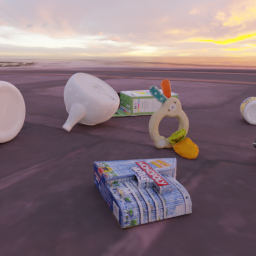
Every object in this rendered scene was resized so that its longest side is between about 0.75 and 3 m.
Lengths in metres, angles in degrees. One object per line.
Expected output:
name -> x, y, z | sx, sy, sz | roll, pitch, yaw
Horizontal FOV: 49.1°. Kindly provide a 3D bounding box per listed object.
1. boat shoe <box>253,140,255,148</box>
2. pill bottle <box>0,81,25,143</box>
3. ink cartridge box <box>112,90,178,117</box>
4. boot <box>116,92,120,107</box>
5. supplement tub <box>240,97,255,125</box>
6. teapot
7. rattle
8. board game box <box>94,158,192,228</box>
boat shoe -> 3.108, 0.477, 5.857 | 0.552, 0.497, 1.562 | 36, 11, -4
pill bottle -> -4.511, -0.535, 7.826 | 2.851, 1.652, 1.652 | 6, 16, 20
ink cartridge box -> 0.494, -1.040, 11.362 | 2.738, 0.812, 1.422 | -5, 16, -17
boot -> -1.406, -1.199, 12.090 | 1.560, 0.874, 2.255 | 2, -2, 24
supplement tub -> 4.401, -0.628, 9.775 | 0.837, 0.837, 1.151 | 3, 16, 12
teapot -> -1.353, -0.800, 9.447 | 2.011, 1.469, 1.985 | 10, 35, -41
rattle -> 1.079, -0.248, 6.695 | 1.111, 1.706, 1.219 | 0, 15, -1
board game box -> 0.345, 0.929, 4.711 | 1.513, 0.467, 1.514 | -6, 16, -21
